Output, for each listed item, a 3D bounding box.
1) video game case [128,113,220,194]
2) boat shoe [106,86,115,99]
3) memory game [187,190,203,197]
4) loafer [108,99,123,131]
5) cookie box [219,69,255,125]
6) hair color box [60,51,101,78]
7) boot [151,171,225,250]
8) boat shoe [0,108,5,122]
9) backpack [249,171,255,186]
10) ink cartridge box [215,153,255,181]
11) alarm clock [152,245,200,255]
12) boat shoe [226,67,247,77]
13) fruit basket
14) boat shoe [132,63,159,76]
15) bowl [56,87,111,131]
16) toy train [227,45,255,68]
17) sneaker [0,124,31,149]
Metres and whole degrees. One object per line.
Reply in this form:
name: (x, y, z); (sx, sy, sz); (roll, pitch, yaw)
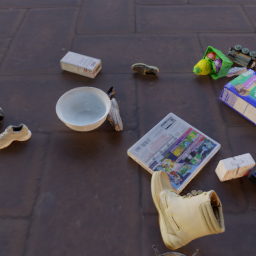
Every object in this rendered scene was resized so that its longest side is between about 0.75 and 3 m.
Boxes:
video game case: (1.800, 0.848, 10.941); (2.499, 0.315, 2.742); (37, 60, 26)
boat shoe: (-0.925, -1.545, 12.900); (0.344, 0.293, 1.028); (20, 54, 15)
memory game: (2.451, 2.605, 9.612); (1.023, 0.065, 1.023); (4, 54, -6)
loafer: (-0.636, -0.512, 11.939); (0.574, 0.656, 1.824); (-19, 45, 7)
cookie box: (5.662, -1.345, 12.348); (2.004, 0.880, 2.343); (-32, 58, -25)
hair color box: (-2.354, -3.186, 14.062); (1.813, 0.550, 0.898); (18, 53, 15)
boot: (1.800, 2.230, 8.755); (0.928, 1.981, 2.549); (26, 42, -39)
boat shoe: (-6.145, -0.272, 11.607); (1.960, 0.699, 0.590); (-27, 52, -23)
backpack: (4.932, 1.885, 9.919); (0.859, 0.633, 0.941); (-21, 55, -17)
ink cartridge box: (3.865, 1.438, 10.142); (1.138, 0.834, 0.471); (-12, 53, -9)
alarm clock: (1.257, 4.521, 7.593); (1.607, 0.793, 2.382); (1, 62, 15)
boat shoe: (5.347, -2.845, 13.919); (1.085, 0.390, 0.356); (-16, 57, -2)
fruit basket: (4.016, -3.150, 13.721); (1.666, 1.202, 1.666); (10, 41, -8)
boat shoe: (0.833, -2.845, 13.803); (1.349, 0.482, 0.443); (10, 39, 4)
bowl: (-1.799, -0.631, 11.710); (2.211, 0.994, 2.211); (0, 52, 0)
toy train: (5.871, -3.639, 14.418); (1.573, 0.670, 0.897); (32, 70, 21)
sneaker: (-4.789, 0.250, 11.150); (1.658, 0.763, 0.628); (-21, 53, -16)
